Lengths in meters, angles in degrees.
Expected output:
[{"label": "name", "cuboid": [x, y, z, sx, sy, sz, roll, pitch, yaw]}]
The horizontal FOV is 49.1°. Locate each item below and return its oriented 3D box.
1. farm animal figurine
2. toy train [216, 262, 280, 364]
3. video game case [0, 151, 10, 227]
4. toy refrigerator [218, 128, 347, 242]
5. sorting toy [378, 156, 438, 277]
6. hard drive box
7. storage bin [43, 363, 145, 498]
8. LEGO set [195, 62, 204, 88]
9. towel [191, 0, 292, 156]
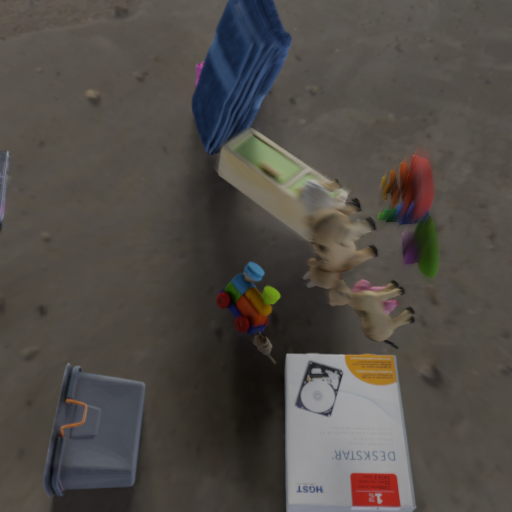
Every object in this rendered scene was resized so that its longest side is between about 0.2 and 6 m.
[{"label": "farm animal figurine", "cuboid": [1.071, 0.122, 7.031, 0.950, 1.802, 1.822, -25, 34, -4]}, {"label": "toy train", "cuboid": [0.095, 0.841, 8.610, 0.610, 0.834, 1.441, -4, 46, -52]}, {"label": "video game case", "cuboid": [-5.444, -1.228, 10.642, 1.328, 0.176, 1.858, -8, 54, -6]}, {"label": "toy refrigerator", "cuboid": [0.438, -1.305, 9.937, 2.215, 0.775, 0.841, 38, 55, 17]}, {"label": "sorting toy", "cuboid": [2.193, -0.555, 8.225, 0.730, 1.069, 1.779, -5, 99, 10]}, {"label": "hard drive box", "cuboid": [1.194, 2.436, 7.678, 1.592, 0.785, 2.043, 0, 55, 1]}, {"label": "storage bin", "cuboid": [-2.125, 2.349, 7.609, 1.102, 1.194, 1.641, 5, 54, -9]}, {"label": "LEGO set", "cuboid": [-0.377, -4.547, 12.361, 1.095, 1.178, 2.870, 15, 56, 9]}, {"label": "towel", "cuboid": [-0.435, -3.303, 10.176, 0.730, 3.008, 1.680, -9, 66, -27]}]
